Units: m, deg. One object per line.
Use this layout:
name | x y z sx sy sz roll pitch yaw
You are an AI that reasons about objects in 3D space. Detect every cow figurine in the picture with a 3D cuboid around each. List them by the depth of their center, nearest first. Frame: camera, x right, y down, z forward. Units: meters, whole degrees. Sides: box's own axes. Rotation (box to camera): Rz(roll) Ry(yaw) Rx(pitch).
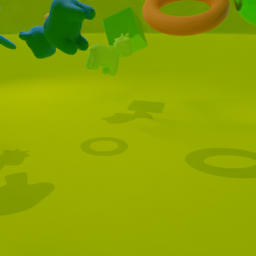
cow figurine | -0.888 -1.221 3.403 0.872 0.886 0.486 30 35 13
cow figurine | -0.609 -2.599 9.527 1.585 1.560 0.870 10 7 -39

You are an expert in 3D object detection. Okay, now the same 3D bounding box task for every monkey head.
monkey head | -3.107 -2.005 5.415 1.828 1.102 1.315 5 -4 -22

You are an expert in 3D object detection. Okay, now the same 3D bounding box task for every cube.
cube | -0.098 -3.647 10.808 1.202 1.202 1.202 -19 -11 18

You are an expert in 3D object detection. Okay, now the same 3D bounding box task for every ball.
ball | 2.664 -2.580 5.284 1.257 1.257 1.257 0 21 0

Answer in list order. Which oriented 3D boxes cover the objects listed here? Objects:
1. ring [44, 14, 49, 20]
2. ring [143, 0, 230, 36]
ring | -1.598 -2.957 7.380 1.208 0.242 1.208 -8 24 3
ring | 1.332 -2.817 6.558 1.990 0.398 1.990 -5 50 5
